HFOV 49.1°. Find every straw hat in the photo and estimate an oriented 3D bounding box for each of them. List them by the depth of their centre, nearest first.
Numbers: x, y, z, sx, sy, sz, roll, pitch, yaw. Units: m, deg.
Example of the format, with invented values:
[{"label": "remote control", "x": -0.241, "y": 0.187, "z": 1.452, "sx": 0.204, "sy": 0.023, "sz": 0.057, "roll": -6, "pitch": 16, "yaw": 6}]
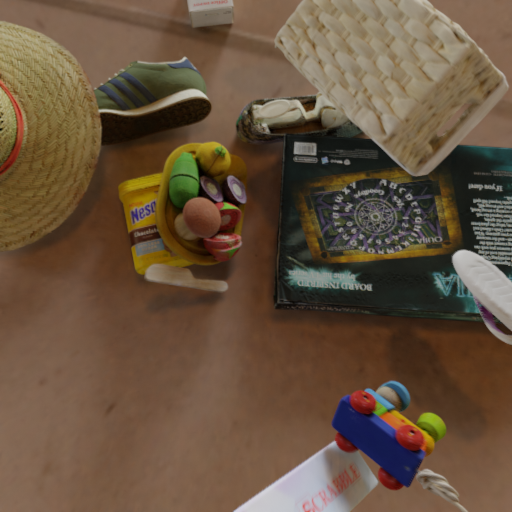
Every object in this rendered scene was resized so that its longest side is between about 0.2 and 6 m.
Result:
[{"label": "straw hat", "x": -4.504, "y": -1.982, "z": 8.256, "sx": 3.988, "sy": 1.688, "sz": 3.988, "roll": 0, "pitch": 87, "yaw": 9}]

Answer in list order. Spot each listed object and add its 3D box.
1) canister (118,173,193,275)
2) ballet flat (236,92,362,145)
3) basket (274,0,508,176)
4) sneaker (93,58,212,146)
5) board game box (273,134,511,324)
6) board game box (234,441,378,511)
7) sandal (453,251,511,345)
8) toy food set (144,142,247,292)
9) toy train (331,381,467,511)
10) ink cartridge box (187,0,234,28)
[{"label": "canister", "x": -1.533, "y": -0.507, "z": 8.890, "sx": 1.062, "sy": 0.619, "sz": 1.430, "roll": -13, "pitch": 76, "yaw": -4}, {"label": "ballet flat", "x": 0.852, "y": -2.323, "z": 9.297, "sx": 2.399, "sy": 0.863, "sz": 0.863, "roll": -7, "pitch": 74, "yaw": -2}, {"label": "basket", "x": 1.622, "y": -2.409, "z": 7.013, "sx": 1.623, "sy": 1.477, "sz": 2.395, "roll": -48, "pitch": 63, "yaw": 19}, {"label": "sneaker", "x": -2.119, "y": -2.665, "z": 9.431, "sx": 2.607, "sy": 0.874, "sz": 1.170, "roll": -12, "pitch": 67, "yaw": -3}, {"label": "board game box", "x": 2.447, "y": -0.430, "z": 8.870, "sx": 4.216, "sy": 0.594, "sz": 2.851, "roll": 4, "pitch": 74, "yaw": 1}, {"label": "board game box", "x": -0.629, "y": 3.014, "z": 5.074, "sx": 2.896, "sy": 2.903, "sz": 0.597, "roll": -48, "pitch": 68, "yaw": 30}, {"label": "sandal", "x": 2.961, "y": 0.757, "z": 6.595, "sx": 1.941, "sy": 0.477, "sz": 0.790, "roll": 49, "pitch": 38, "yaw": 17}, {"label": "toy food set", "x": -0.683, "y": -0.725, "z": 8.452, "sx": 1.486, "sy": 0.825, "sz": 2.525, "roll": 19, "pitch": 64, "yaw": -27}, {"label": "toy train", "x": 1.478, "y": 1.720, "z": 5.084, "sx": 1.434, "sy": 0.607, "sz": 0.830, "roll": 33, "pitch": 32, "yaw": 34}, {"label": "ink cartridge box", "x": -0.871, "y": -4.773, "z": 10.171, "sx": 0.802, "sy": 0.461, "sz": 1.105, "roll": -8, "pitch": 74, "yaw": -2}]
